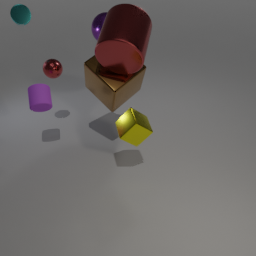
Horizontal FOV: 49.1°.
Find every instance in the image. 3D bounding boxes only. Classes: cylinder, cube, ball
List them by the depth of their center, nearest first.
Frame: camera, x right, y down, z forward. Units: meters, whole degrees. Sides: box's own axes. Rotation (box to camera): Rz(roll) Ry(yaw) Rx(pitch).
[{"bbox_3d":[-0.108,-2.505,7.983,1.400,1.400,1.400,7,63,12],"label":"cylinder"},{"bbox_3d":[0.165,-0.022,8.015,0.700,0.700,0.700,27,31,-36],"label":"cube"},{"bbox_3d":[-2.825,-0.960,8.992,0.700,0.700,0.700,-8,72,-13],"label":"cylinder"},{"bbox_3d":[-0.451,-1.666,9.167,1.400,1.400,1.400,-41,77,-20],"label":"cube"},{"bbox_3d":[-2.703,-2.130,10.059,0.700,0.700,0.700,0,31,0],"label":"ball"},{"bbox_3d":[-3.910,-4.124,10.232,0.700,0.700,0.700,-10,21,-17],"label":"cylinder"},{"bbox_3d":[-0.987,-4.580,12.896,1.400,1.400,1.400,0,31,0],"label":"ball"}]
